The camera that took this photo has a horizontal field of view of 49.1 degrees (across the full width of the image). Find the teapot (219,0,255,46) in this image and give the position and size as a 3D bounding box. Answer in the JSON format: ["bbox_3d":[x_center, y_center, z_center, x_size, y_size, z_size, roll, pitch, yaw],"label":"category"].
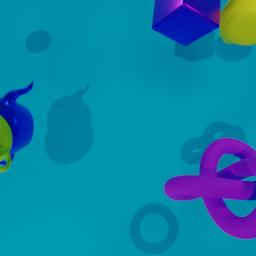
[{"bbox_3d":[2.398,-2.245,5.626,1.157,1.860,0.911,18,63,-13],"label":"teapot"}]

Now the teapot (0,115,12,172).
[{"bbox_3d":[-2.610,0.154,4.850,1.618,0.792,1.006,43,115,7],"label":"teapot"}]

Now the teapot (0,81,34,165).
[{"bbox_3d":[-2.409,-0.082,5.790,1.188,0.935,1.910,28,107,36],"label":"teapot"}]

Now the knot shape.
[{"bbox_3d":[1.772,0.852,4.808,1.877,2.006,0.927,-34,113,-39],"label":"knot shape"}]

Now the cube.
[{"bbox_3d":[1.079,-2.220,5.185,0.886,0.886,0.886,16,72,-30],"label":"cube"}]
